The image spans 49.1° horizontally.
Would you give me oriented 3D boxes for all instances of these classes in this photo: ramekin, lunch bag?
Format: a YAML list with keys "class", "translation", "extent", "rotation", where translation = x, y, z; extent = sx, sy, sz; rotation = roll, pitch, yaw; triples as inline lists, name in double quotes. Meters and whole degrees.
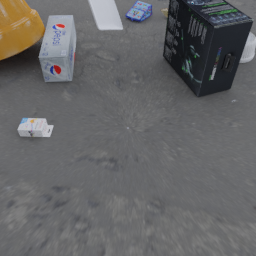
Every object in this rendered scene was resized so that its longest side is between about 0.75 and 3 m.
- class: "ramekin"
  translation: [3.760, -2.867, 9.645]
  extent: [1.291, 0.677, 1.291]
  rotation: [0, 46, 0]
- class: "lunch bag"
  translation: [0.434, -4.814, 11.788]
  extent: [0.761, 0.476, 1.011]
  rotation: [28, 64, 24]

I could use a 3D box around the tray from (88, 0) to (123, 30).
- class: "tray"
  translation: [-0.861, -3.794, 8.121]
  extent: [0.228, 2.054, 1.103]
  rotation: [-15, 5, 41]

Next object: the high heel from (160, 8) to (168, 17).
- class: "high heel"
  translation: [1.876, -4.955, 11.875]
  extent: [0.989, 0.353, 0.705]
  rotation: [21, 54, -2]

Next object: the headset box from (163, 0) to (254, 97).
- class: "headset box"
  translation: [2.176, -2.508, 8.188]
  extent: [1.195, 2.242, 2.575]
  rotation: [-15, 48, -14]

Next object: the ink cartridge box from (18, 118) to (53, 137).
- class: "ink cartridge box"
  translation: [-2.345, -0.013, 7.150]
  extent: [0.766, 0.260, 0.441]
  rotation: [2, 46, 2]

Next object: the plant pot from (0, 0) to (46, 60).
- class: "plant pot"
  translation: [-4.346, -3.728, 8.791]
  extent: [2.658, 2.433, 2.658]
  rotation: [-13, 37, 10]

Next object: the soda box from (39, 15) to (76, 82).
- class: "soda box"
  translation: [-2.255, -2.703, 9.299]
  extent: [0.874, 0.940, 2.754]
  rotation: [-3, 46, -3]
